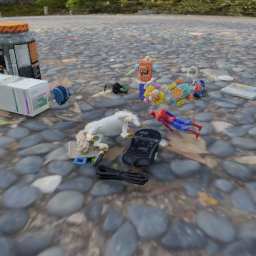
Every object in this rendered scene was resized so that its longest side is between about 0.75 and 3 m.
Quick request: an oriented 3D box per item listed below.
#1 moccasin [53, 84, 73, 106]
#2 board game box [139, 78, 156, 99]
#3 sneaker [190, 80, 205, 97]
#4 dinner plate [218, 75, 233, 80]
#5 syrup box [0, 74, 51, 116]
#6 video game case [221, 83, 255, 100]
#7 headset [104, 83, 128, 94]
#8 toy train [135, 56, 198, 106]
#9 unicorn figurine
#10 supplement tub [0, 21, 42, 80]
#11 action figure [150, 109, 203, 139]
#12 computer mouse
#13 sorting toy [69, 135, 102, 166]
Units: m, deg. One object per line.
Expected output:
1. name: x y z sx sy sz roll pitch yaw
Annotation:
1. moccasin: -2.171 -1.160 9.256 0.492 0.581 1.444 -38 6 -17
2. board game box: 0.843 -1.692 12.009 0.425 0.700 0.878 12 29 22
3. sneaker: 3.068 -1.750 12.295 0.524 0.545 1.391 9 29 20
4. dinner plate: 5.068 -2.611 14.479 0.751 0.091 0.751 1 27 -1
5. syrup box: -4.428 -1.332 10.834 2.768 1.127 1.090 13 30 23
6. video game case: 5.125 -1.653 12.533 1.442 0.159 1.313 23 35 38
7. headset: -0.535 -1.718 12.558 1.073 0.504 0.663 14 30 -5
8. toy train: 1.042 -1.361 8.235 1.897 1.425 0.528 10 9 16
9. unicorn figurine: -0.387 -0.033 8.281 2.454 0.906 1.686 -7 18 -13
10. supplement tub: -4.876 -3.092 12.340 1.771 2.890 1.771 0 27 0
11. action figure: 1.482 -0.176 8.978 1.713 0.443 0.560 25 59 8
12. computer mouse: 0.008 0.763 7.557 1.582 0.519 2.253 5 34 15
13. sorting toy: -1.213 0.651 8.009 0.936 0.227 1.663 0 27 -10
